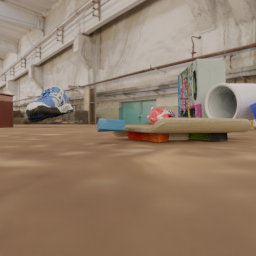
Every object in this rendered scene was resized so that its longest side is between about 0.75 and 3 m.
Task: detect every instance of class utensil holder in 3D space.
[{"bbox_3d":[2.900,-0.667,7.449,1.287,1.093,1.093,-8,5,-30],"label":"utensil holder"}]

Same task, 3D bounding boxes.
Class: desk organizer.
[{"bbox_3d":[-5.111,-0.548,8.942,2.757,1.061,0.989,0,1,13],"label":"desk organizer"}]

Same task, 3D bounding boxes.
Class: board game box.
[{"bbox_3d":[2.447,-1.054,9.677,0.904,2.076,2.814,-2,0,-1],"label":"board game box"}]

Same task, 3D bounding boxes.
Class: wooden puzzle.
[{"bbox_3d":[0.362,0.031,2.095,1.294,0.151,0.873,0,-3,-16],"label":"wooden puzzle"}]

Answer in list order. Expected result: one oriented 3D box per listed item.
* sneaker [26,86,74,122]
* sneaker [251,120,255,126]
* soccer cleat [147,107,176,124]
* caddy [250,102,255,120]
[{"bbox_3d":[-2.912,-0.900,10.153,1.069,1.088,2.824,-16,5,8],"label":"sneaker"},{"bbox_3d":[5.612,-0.285,13.343,1.024,0.409,0.667,-10,11,-10],"label":"sneaker"},{"bbox_3d":[1.475,-0.309,10.598,0.867,0.756,2.266,32,10,24],"label":"soccer cleat"},{"bbox_3d":[3.436,-0.354,6.253,1.110,0.824,1.570,-23,-4,13],"label":"caddy"}]
